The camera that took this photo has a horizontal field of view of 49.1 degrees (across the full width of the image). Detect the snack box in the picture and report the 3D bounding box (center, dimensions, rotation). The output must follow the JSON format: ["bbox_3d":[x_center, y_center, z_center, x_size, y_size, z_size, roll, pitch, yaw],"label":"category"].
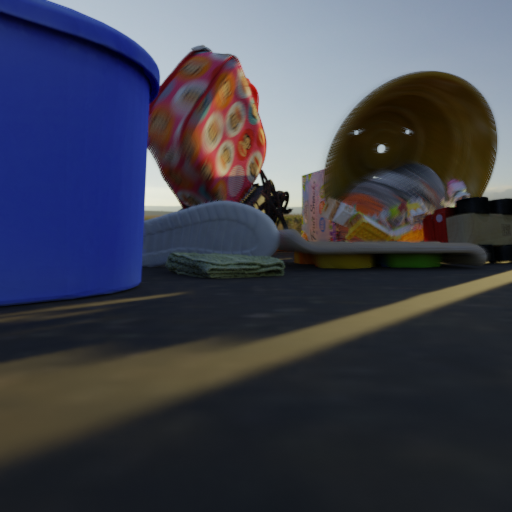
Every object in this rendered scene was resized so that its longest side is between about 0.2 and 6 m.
[{"bbox_3d":[1.772,-1.027,12.708,0.754,1.878,2.227,0,0,-18],"label":"snack box"}]

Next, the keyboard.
[{"bbox_3d":[-0.599,-1.274,12.481,2.895,1.102,5.562,-2,17,9],"label":"keyboard"}]

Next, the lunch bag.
[{"bbox_3d":[-0.712,-2.218,10.052,1.138,2.447,2.778,20,-24,25],"label":"lunch bag"}]

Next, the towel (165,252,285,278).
[{"bbox_3d":[-0.296,0.076,5.012,0.797,0.196,1.074,0,2,-28],"label":"towel"}]

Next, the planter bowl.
[{"bbox_3d":[2.677,-1.887,10.806,3.470,3.470,1.445,-1,27,-17],"label":"planter bowl"}]

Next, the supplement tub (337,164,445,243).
[{"bbox_3d":[2.468,-0.901,10.322,2.020,1.238,1.238,-26,18,-38],"label":"supplement tub"}]

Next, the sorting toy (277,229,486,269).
[{"bbox_3d":[1.249,-0.032,6.618,2.137,0.390,1.978,4,1,-8],"label":"sorting toy"}]

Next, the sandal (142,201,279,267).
[{"bbox_3d":[-0.595,-0.242,6.190,1.761,0.716,0.433,-1,8,14],"label":"sandal"}]

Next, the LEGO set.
[{"bbox_3d":[1.827,-0.616,7.934,2.174,1.000,0.809,-5,44,-12],"label":"LEGO set"}]

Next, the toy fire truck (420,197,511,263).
[{"bbox_3d":[2.762,-0.388,7.759,1.492,1.090,1.695,-2,-5,-32],"label":"toy fire truck"}]

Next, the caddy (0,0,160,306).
[{"bbox_3d":[-2.319,-0.765,3.084,2.714,2.015,3.839,2,3,36],"label":"caddy"}]

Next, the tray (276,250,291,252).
[{"bbox_3d":[0.718,-0.302,14.298,0.977,0.367,1.981,1,3,13],"label":"tray"}]
